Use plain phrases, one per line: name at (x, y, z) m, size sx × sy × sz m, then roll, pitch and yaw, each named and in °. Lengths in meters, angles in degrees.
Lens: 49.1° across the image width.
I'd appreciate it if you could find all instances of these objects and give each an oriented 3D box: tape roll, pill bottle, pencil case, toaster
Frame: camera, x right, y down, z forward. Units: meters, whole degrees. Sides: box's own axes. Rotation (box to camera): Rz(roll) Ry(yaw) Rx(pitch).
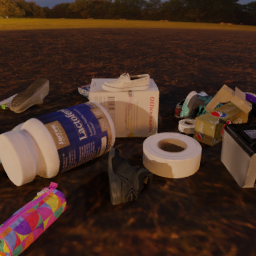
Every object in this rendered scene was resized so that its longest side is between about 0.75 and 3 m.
tape roll at (2.287, -0.073, 10.455) m, size 0.777 × 0.272 × 0.777 m, roll 1°, pitch 25°, yaw 0°
pill bottle at (-1.918, 0.382, 7.820) m, size 1.679 × 1.679 × 2.901 m, roll 23°, pitch 34°, yaw 40°
pencil case at (-2.008, 1.877, 5.737) m, size 0.758 × 0.758 × 1.716 m, roll 11°, pitch 28°, yaw 22°
toaster at (3.739, 0.641, 7.734) m, size 1.942 × 1.274 × 2.148 m, roll -2°, pitch 25°, yaw -5°
tape roll at (1.288, 0.755, 8.293) m, size 1.712 × 0.599 × 1.712 m, roll -1°, pitch 25°, yaw 0°

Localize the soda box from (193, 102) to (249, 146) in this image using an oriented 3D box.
soda box at (3.410, -0.214, 10.085) m, size 2.454 × 0.831 × 0.786 m, roll -22°, pitch 33°, yaw -39°

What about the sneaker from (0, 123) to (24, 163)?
sneaker at (-3.422, 0.510, 8.807) m, size 0.811 × 0.732 × 1.980 m, roll 17°, pitch 39°, yaw 20°

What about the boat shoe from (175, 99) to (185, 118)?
boat shoe at (2.427, -0.949, 12.031) m, size 0.608 × 0.534 × 1.708 m, roll 11°, pitch 26°, yaw 26°

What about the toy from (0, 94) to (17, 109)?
toy at (-5.207, -1.167, 12.766) m, size 0.755 × 0.310 × 1.311 m, roll 13°, pitch 29°, yaw 20°

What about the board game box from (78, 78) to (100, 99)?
board game box at (-1.205, -1.818, 13.714) m, size 2.203 × 0.679 × 2.202 m, roll -21°, pitch 31°, yaw -37°

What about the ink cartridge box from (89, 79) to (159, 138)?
ink cartridge box at (-0.155, -0.771, 10.202) m, size 2.349 × 1.729 × 1.699 m, roll -1°, pitch 26°, yaw -3°

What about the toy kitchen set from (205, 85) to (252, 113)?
toy kitchen set at (3.738, -0.876, 10.368) m, size 1.206 × 1.088 × 0.984 m, roll 37°, pitch 34°, yaw 4°

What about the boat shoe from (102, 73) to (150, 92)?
boat shoe at (-0.062, -1.535, 9.137) m, size 1.585 × 0.518 × 0.583 m, roll -7°, pitch 33°, yaw -15°

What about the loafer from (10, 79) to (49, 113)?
loafer at (-4.292, -1.351, 12.648) m, size 0.898 × 0.810 × 2.373 m, roll 12°, pitch 44°, yaw 25°

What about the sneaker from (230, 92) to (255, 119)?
sneaker at (5.124, -0.875, 11.574) m, size 1.108 × 0.774 × 2.228 m, roll -21°, pitch 32°, yaw -36°

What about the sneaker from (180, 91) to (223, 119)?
sneaker at (3.029, -0.829, 11.118) m, size 1.224 × 1.041 × 2.683 m, roll 29°, pitch 29°, yaw 26°

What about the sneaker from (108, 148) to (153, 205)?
sneaker at (0.003, 1.179, 7.286) m, size 1.084 × 0.723 × 1.892 m, roll -3°, pitch 28°, yaw -10°
